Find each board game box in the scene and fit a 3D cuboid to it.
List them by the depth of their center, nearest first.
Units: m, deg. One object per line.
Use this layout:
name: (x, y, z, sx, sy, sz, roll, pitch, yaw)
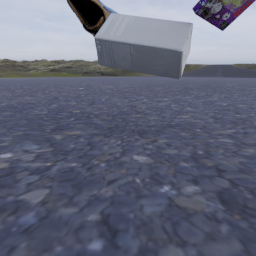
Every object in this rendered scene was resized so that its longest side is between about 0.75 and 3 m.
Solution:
board game box: (2.732, -3.405, 6.816, 1.250, 0.336, 2.082, 6, -36, -40)

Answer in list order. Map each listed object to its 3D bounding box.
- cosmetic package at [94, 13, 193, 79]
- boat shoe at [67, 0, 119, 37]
cosmetic package: (0.453, -2.265, 7.644, 2.415, 1.089, 1.290, 17, 55, 14)
boat shoe: (-0.933, -3.325, 8.812, 1.076, 2.979, 1.078, -34, 39, 28)
